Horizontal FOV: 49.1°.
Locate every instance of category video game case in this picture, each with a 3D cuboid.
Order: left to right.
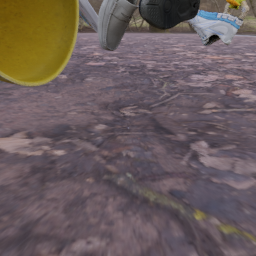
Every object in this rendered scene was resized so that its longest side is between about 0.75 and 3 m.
[{"bbox_3d":[-1.694,-4.282,9.671,0.260,2.274,2.070,-44,56,1],"label":"video game case"}]

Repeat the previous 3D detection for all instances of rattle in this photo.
[{"bbox_3d":[3.107,-3.491,8.833,0.873,0.796,1.222,-39,2,-37],"label":"rattle"}]

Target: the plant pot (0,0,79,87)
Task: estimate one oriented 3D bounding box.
[{"bbox_3d":[-2.322,-2.083,4.397,1.957,2.757,2.757,6,23,20],"label":"plant pot"}]

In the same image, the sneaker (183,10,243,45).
[{"bbox_3d":[2.361,-3.106,8.705,0.830,0.959,2.214,2,23,-41],"label":"sneaker"}]

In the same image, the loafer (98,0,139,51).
[{"bbox_3d":[-0.168,-3.249,7.431,0.872,2.494,0.870,-10,34,-44],"label":"loafer"}]

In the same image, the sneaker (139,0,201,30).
[{"bbox_3d":[0.696,-2.858,6.563,1.245,0.831,2.174,21,37,31],"label":"sneaker"}]
